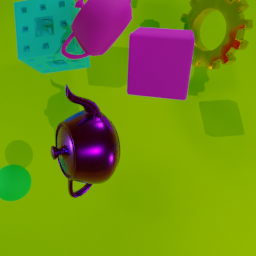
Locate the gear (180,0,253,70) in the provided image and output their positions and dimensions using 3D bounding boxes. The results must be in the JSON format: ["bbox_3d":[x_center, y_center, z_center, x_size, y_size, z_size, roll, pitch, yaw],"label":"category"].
[{"bbox_3d":[1.710,-1.978,5.684,0.282,1.527,1.527,-14,78,-38],"label":"gear"}]

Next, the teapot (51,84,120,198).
[{"bbox_3d":[-0.698,0.246,4.224,0.918,1.165,1.874,-8,116,-32],"label":"teapot"}]

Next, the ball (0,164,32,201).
[{"bbox_3d":[-2.418,1.145,5.862,0.758,0.758,0.758,0,79,0],"label":"ball"}]

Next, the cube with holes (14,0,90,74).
[{"bbox_3d":[-1.664,-2.063,6.373,1.231,1.231,1.231,-6,86,6],"label":"cube with holes"}]

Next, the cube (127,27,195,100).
[{"bbox_3d":[0.570,-1.146,4.847,0.995,0.995,0.995,7,116,8],"label":"cube"}]

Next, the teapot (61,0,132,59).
[{"bbox_3d":[-0.381,-1.526,3.858,0.719,0.913,1.468,39,87,-11],"label":"teapot"}]
